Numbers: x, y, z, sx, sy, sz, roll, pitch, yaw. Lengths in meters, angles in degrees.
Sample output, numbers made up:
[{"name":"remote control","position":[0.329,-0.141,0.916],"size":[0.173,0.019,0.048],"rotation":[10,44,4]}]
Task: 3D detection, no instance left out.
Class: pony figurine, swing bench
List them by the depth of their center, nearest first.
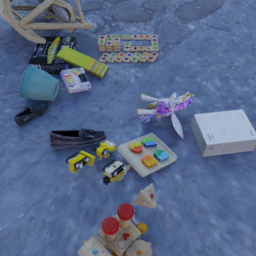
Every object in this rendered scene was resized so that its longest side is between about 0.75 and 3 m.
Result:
[{"name":"pony figurine","position":[1.075,-0.530,7.845],"size":[1.532,1.276,1.479],"rotation":[-4,38,16]},{"name":"swing bench","position":[-3.394,-4.574,10.499],"size":[2.933,1.903,2.917],"rotation":[-29,46,-19]}]

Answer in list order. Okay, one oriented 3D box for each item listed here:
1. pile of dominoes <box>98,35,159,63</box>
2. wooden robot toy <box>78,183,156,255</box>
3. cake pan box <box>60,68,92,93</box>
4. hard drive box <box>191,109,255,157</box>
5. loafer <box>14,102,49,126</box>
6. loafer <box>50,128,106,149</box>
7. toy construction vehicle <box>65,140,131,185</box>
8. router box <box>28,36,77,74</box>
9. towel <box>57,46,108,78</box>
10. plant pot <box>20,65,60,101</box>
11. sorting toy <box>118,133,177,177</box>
[{"name":"pile of dominoes","position":[0.039,-3.098,10.433],"size":[2.273,0.362,1.772],"rotation":[-1,49,0]},{"name":"wooden robot toy","position":[-0.056,2.309,5.385],"size":[1.207,1.172,2.660],"rotation":[42,61,18]},{"name":"cake pan box","position":[-1.627,-1.508,8.841],"size":[0.816,0.213,0.751],"rotation":[-16,78,-38]},{"name":"hard drive box","position":[2.568,0.116,7.542],"size":[1.421,0.546,1.108],"rotation":[-6,50,-5]},{"name":"loafer","position":[-2.799,-0.476,8.165],"size":[0.367,0.379,1.081],"rotation":[37,58,27]},{"name":"loafer","position":[-1.334,0.215,7.388],"size":[1.490,0.469,0.536],"rotation":[-9,21,-2]},{"name":"toy construction vehicle","position":[-0.612,0.881,6.851],"size":[1.232,0.498,1.415],"rotation":[21,30,27]},{"name":"router box","position":[-2.608,-2.607,9.946],"size":[1.350,0.449,1.717],"rotation":[2,49,2]},{"name":"towel","position":[-1.520,-2.248,9.512],"size":[1.670,0.151,0.719],"rotation":[24,44,-3]},{"name":"plant pot","position":[-2.624,-1.274,8.529],"size":[0.943,1.003,1.003],"rotation":[17,50,-4]},{"name":"sorting toy","position":[0.509,0.623,7.207],"size":[1.195,0.218,1.106],"rotation":[-23,52,-32]}]
